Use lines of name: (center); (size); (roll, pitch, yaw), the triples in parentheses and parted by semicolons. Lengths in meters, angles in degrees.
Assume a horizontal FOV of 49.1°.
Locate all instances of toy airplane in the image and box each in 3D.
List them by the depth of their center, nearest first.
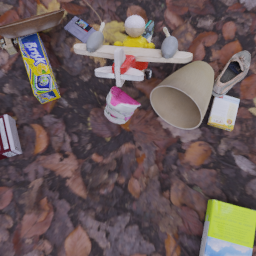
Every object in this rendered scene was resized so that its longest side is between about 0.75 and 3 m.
toy airplane: (0.065, -2.223, 7.959); (2.655, 2.644, 1.874); (-5, 111, -28)

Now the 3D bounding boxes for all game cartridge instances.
game cartridge: (-1.933, -3.997, 11.391); (1.161, 0.223, 0.753); (38, 82, 10)

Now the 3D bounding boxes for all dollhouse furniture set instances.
dollhouse furniture set: (-4.707, -3.358, 11.044); (0.707, 0.501, 0.770); (-22, 75, -6)

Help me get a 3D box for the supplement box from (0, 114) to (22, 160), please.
supplement box: (-5.172, 0.580, 9.777); (2.512, 0.765, 1.367); (-17, 75, -5)

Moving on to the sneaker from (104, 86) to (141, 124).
sneaker: (-0.256, -0.608, 9.180); (0.992, 2.439, 1.076); (38, 96, 9)

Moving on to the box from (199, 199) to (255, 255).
box: (3.169, 3.698, 8.980); (1.498, 0.586, 2.457); (14, 75, 4)

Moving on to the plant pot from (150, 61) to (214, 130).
plant pot: (2.164, -1.373, 9.896); (1.970, 1.970, 2.103); (34, 63, 9)

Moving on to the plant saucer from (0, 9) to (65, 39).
plant saucer: (-3.616, -3.865, 10.492); (2.734, 2.734, 0.500); (-18, 118, -5)

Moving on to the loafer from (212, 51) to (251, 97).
loafer: (3.959, -2.138, 10.449); (0.860, 0.752, 2.393); (38, 71, 13)

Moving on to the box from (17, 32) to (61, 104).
box: (-3.344, -2.276, 10.528); (0.813, 0.886, 2.529); (-20, 75, -6)

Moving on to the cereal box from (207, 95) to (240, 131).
cereal box: (3.545, -0.605, 10.384); (0.914, 0.251, 1.270); (18, 74, 5)

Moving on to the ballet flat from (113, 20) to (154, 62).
ballet flat: (0.385, -3.171, 10.946); (0.870, 0.870, 2.343); (41, 80, 11)
